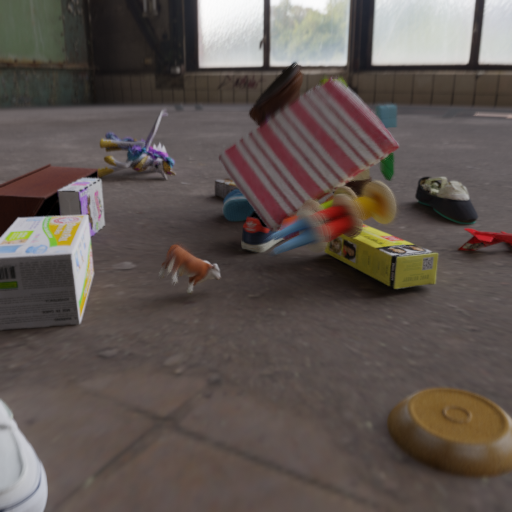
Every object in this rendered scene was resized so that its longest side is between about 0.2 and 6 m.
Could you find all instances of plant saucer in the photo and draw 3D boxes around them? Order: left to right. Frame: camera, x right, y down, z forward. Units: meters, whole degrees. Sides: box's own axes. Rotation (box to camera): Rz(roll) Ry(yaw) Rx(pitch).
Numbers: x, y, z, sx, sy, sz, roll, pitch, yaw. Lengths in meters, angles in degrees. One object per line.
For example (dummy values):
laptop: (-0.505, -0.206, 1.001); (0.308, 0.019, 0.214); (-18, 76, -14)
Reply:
plant saucer: (1.811, 1.520, 5.092); (1.205, 0.213, 1.205); (0, 19, 0)

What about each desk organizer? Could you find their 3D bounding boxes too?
desk organizer: (-4.219, -1.075, 11.383); (1.144, 1.066, 2.971); (3, 19, 3)

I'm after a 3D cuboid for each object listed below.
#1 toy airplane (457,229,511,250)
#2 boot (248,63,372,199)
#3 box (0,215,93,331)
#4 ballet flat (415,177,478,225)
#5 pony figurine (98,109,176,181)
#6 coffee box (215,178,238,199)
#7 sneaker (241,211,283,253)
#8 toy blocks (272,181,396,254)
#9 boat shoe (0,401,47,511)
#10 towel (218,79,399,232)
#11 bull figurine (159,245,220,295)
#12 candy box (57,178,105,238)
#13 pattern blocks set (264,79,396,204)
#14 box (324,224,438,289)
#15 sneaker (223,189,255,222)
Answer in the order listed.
toy airplane: (4.615, -0.273, 10.084); (1.965, 0.361, 1.965); (0, 17, 0)
boot: (1.438, -2.377, 11.944); (1.060, 3.299, 3.075); (-46, 8, -3)
box: (-2.945, 0.148, 7.870); (1.098, 0.990, 1.953); (-3, 19, -10)
ballet flat: (4.233, -1.350, 12.596); (0.824, 0.824, 2.255); (-3, 19, -9)
pony figurine: (-3.436, -3.112, 16.769); (2.312, 1.925, 2.232); (4, 51, 0)
coffee box: (-0.517, -1.646, 13.996); (0.586, 0.409, 1.025); (-14, 23, -34)
sneaker: (0.289, -0.685, 10.515); (0.652, 0.735, 1.739); (11, 26, 21)
toy blocks: (0.936, -0.511, 8.816); (1.974, 0.717, 1.645); (-22, 10, -22)
boat shoe: (-2.419, 1.441, 4.567); (2.078, 0.694, 0.764); (16, 25, 39)
towel: (0.902, -1.858, 10.230); (2.766, 0.414, 2.024); (-34, 61, 1)
bull figurine: (-0.938, 0.214, 7.997); (0.913, 0.554, 0.297); (33, -19, -30)
candy box: (-3.376, -0.904, 10.904); (0.433, 1.015, 1.210); (1, 19, 4)
pattern blocks set: (1.526, -2.204, 11.561); (3.150, 2.768, 0.255); (1, 12, -23)
box: (1.942, -0.049, 9.046); (0.791, 0.527, 2.102); (-5, 16, -20)
sneaker: (0.023, -1.194, 12.347); (1.617, 0.643, 1.055); (-2, 20, -9)
